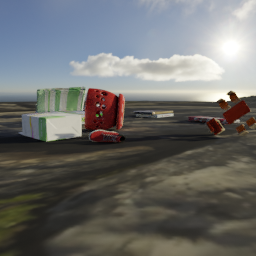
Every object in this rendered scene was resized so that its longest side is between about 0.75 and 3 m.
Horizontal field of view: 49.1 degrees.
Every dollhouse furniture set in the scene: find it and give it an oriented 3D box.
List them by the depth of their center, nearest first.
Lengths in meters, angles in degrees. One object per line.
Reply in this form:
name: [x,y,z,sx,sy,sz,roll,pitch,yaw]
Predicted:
dollhouse furniture set: [3.376,-0.350,9.392,1.412,1.428,0.735,-40,-28,30]

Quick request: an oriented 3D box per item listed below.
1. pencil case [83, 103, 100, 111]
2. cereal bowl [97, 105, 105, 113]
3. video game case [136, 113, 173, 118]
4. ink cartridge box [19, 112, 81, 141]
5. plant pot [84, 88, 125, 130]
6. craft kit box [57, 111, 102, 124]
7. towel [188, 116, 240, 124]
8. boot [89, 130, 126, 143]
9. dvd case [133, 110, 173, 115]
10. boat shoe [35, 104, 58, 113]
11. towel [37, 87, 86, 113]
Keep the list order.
pencil case: [-2.264,-1.272,18.542,0.868,0.755,1.942,31,21,25]
cereal bowl: [-1.539,-0.892,15.731,1.784,0.743,1.784,1,7,0]
video game case: [1.642,-0.813,17.292,1.577,0.199,1.731,-7,10,-44]
ink cartridge box: [-2.704,-0.112,9.437,1.300,0.747,2.220,-8,11,-43]
plant pot: [-0.893,-0.701,10.896,1.468,1.612,1.612,4,7,-1]
craft kit box: [-2.852,-0.521,13.770,2.320,0.570,2.350,-2,7,-38]
towel: [4.242,-0.388,13.880,2.089,0.238,1.505,9,9,41]
boot: [-0.593,0.272,8.157,0.983,0.356,0.709,0,8,-28]
dvd case: [1.536,-0.984,17.222,1.551,0.167,2.085,6,10,43]
boat shoe: [-5.005,-1.232,17.252,2.428,0.753,0.874,-4,16,38]
towel: [-2.205,-0.903,9.265,1.541,0.180,1.175,-6,-34,-19]
